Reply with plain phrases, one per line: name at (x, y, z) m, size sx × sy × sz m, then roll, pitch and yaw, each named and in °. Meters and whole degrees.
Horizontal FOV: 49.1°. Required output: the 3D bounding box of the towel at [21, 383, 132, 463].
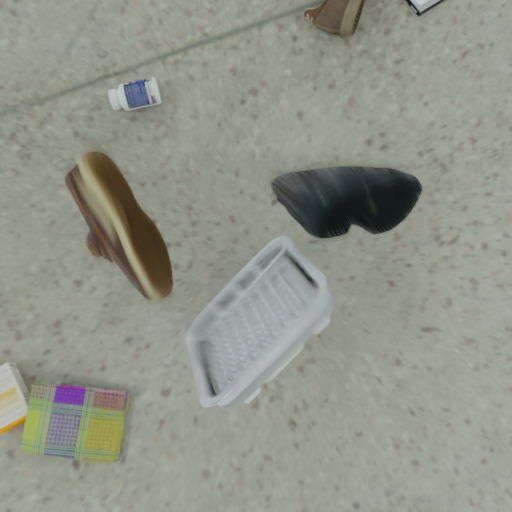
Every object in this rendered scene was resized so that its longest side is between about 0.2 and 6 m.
towel at (-3.443, 3.208, 10.798) m, size 1.897 × 0.216 × 1.362 m, roll 8°, pitch 78°, yaw -9°

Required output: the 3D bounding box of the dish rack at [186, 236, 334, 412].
dish rack at (0.045, 1.157, 9.869) m, size 2.832 × 3.299 × 0.718 m, roll -45°, pitch 109°, yaw 3°

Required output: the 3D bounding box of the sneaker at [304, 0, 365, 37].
sneaker at (2.084, -6.633, 12.763) m, size 1.251 × 1.166 × 3.311 m, roll 17°, pitch 77°, yaw 9°

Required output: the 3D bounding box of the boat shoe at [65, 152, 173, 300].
boat shoe at (-2.452, -0.389, 9.765) m, size 1.003 × 1.005 × 2.786 m, roll -29°, pitch 92°, yaw 25°

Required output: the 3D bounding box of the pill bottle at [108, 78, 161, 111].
pill bottle at (-2.674, -3.534, 12.327) m, size 1.056 × 0.586 × 0.586 m, roll -13°, pitch 77°, yaw -3°

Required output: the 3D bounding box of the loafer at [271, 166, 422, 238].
loafer at (1.814, -1.192, 10.346) m, size 1.277 × 3.533 × 1.286 m, roll 39°, pitch 119°, yaw 35°

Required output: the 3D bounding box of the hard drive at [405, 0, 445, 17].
hard drive at (4.015, -6.163, 13.142) m, size 1.024 × 0.194 × 0.715 m, roll -32°, pitch 79°, yaw -8°

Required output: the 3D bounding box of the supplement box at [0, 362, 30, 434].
supplement box at (-4.877, 2.766, 10.949) m, size 0.733 × 0.428 × 1.163 m, roll -28°, pitch 80°, yaw -7°
